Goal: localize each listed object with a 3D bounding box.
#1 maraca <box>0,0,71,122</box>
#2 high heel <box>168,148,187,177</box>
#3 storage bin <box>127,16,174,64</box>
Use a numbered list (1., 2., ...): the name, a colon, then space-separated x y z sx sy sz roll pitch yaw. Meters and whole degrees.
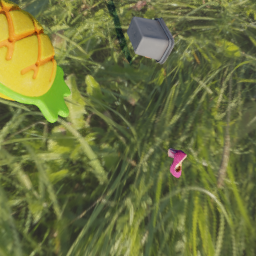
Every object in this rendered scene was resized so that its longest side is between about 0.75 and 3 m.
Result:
1. maraca: -2.033 -1.244 5.306 1.487 2.780 1.906 -20 49 24
2. high heel: 1.151 0.815 6.139 0.425 0.886 0.298 20 45 41
3. storage bin: 0.402 -1.883 5.957 0.679 0.736 1.011 4 50 -26
